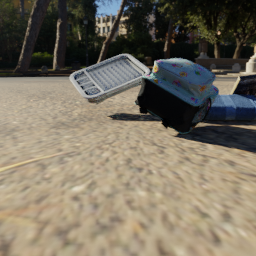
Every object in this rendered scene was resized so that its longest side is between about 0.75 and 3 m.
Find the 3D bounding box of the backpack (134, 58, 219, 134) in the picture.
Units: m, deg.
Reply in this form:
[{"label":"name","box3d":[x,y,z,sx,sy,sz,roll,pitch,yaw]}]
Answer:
[{"label":"backpack","box3d":[1.430,-0.974,7.502,1.816,1.584,2.066,31,26,25]}]

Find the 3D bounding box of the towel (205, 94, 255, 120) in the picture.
[{"label":"towel","box3d":[2.979,-0.628,8.804,2.222,0.539,1.240,2,29,6]}]

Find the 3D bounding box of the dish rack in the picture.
[{"label":"dish rack","box3d":[-0.673,-1.810,10.470,2.623,0.571,2.251,-26,41,-13]}]

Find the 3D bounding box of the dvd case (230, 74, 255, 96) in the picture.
[{"label":"dvd case","box3d":[4.183,-1.213,9.348,1.535,0.165,2.065,-8,-24,1]}]
